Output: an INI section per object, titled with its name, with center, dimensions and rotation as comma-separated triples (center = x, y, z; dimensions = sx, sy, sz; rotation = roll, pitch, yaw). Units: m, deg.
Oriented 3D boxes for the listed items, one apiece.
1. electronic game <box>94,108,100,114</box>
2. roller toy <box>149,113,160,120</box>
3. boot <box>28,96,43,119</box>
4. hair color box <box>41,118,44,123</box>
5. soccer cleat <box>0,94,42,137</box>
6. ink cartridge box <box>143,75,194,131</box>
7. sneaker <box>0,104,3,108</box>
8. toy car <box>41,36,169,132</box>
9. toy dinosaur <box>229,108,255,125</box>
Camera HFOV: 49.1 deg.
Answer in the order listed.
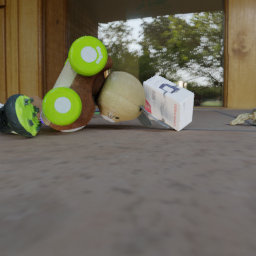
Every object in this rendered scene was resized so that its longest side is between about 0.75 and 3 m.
[electronic game]
center = -2.265, -0.726, 14.161
dimensions = 1.757, 0.366, 1.757
rotation = -8, 0, 0
[roller toy]
center = 1.345, -0.715, 12.524
dimensions = 0.955, 0.667, 0.871
rotation = -1, 5, -11
[boot]
center = -4.695, -0.886, 13.533
dimensions = 2.186, 1.050, 2.990
rotation = -4, 0, 37
[hair color box]
center = -2.515, -0.408, 10.449
dimensions = 1.311, 0.425, 0.717
rotation = -2, 6, -6
[soccer cleat]
center = -2.467, -0.172, 6.056
dimensions = 1.052, 0.876, 2.595
rotation = -11, 2, -15
[ink cartridge box]
center = 1.029, -0.662, 7.245
dimensions = 0.542, 0.930, 1.285
rotation = -33, 48, -25
[sneaker]
center = -3.551, -0.212, 6.918
dimensions = 0.809, 0.746, 1.834
rotation = 24, 15, 35
[toy car]
center = -0.463, -0.597, 7.175
dimensions = 2.947, 2.325, 2.421
rotation = 27, -3, -16
[toy dinosaur]
center = 4.414, -0.292, 8.286
dimensions = 2.722, 0.646, 1.200
rotation = 6, 1, 27
